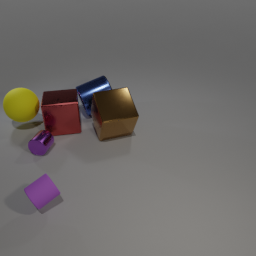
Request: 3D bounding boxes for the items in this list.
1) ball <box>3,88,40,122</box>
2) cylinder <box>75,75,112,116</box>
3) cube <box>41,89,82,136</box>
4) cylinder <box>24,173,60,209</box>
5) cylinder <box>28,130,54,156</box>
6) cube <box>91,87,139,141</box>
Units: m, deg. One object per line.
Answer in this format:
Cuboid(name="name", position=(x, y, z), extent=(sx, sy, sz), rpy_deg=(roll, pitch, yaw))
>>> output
Cuboid(name="ball", position=(-4.332, -0.932, 11.414), extent=(1.400, 1.400, 1.400), rpy_deg=(0, 31, 0))
Cuboid(name="cylinder", position=(-1.440, -1.446, 12.515), extent=(1.400, 1.400, 1.400), rpy_deg=(-24, 35, -8))
Cuboid(name="cube", position=(-2.703, -0.658, 11.483), extent=(1.400, 1.400, 1.400), rpy_deg=(-6, 32, -9))
Cuboid(name="cylinder", position=(-2.323, 1.719, 7.616), extent=(0.700, 0.700, 0.700), rpy_deg=(-37, 43, -17))
Cuboid(name="cylinder", position=(-3.152, 0.536, 10.192), extent=(0.700, 0.700, 0.700), rpy_deg=(6, 31, 11))
Cuboid(name="cube", position=(-0.562, -0.529, 10.829), extent=(1.400, 1.400, 1.400), rpy_deg=(-11, 62, -18))
